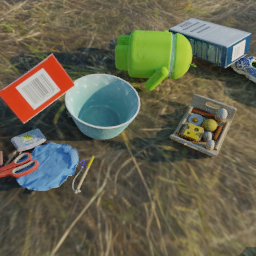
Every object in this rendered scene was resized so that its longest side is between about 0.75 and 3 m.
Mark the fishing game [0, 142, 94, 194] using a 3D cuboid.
[{"bbox_3d":[-2.120,1.013,7.415,2.356,0.366,1.687,4,42,11],"label":"fishing game"}]

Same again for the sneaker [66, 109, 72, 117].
[{"bbox_3d":[-1.491,-0.601,8.731,0.970,0.379,0.413,-31,57,-24],"label":"sneaker"}]

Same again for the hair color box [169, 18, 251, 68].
[{"bbox_3d":[2.910,-3.197,10.303,1.341,0.812,2.682,-31,45,-24],"label":"hair color box"}]

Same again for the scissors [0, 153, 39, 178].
[{"bbox_3d":[-3.300,1.188,7.044,2.048,0.143,0.749,-23,46,-21],"label":"scissors"}]

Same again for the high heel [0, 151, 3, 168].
[{"bbox_3d":[-4.076,0.237,7.654,1.028,0.721,2.139,-2,48,-31],"label":"high heel"}]

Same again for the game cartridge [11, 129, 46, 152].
[{"bbox_3d":[-2.815,0.344,7.989,0.848,0.172,0.566,-26,53,-31],"label":"game cartridge"}]

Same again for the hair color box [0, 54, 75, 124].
[{"bbox_3d":[-1.983,-0.816,5.821,1.175,0.709,2.315,-40,20,-14],"label":"hair color box"}]

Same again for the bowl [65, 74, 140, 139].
[{"bbox_3d":[-0.756,-0.487,8.081,2.058,1.076,2.058,5,52,-7],"label":"bowl"}]

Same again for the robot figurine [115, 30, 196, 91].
[{"bbox_3d":[0.930,-2.477,9.548,2.683,1.552,2.354,4,50,4],"label":"robot figurine"}]

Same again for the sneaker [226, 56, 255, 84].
[{"bbox_3d":[4.176,-2.282,9.926,0.693,0.705,1.831,-37,57,-25],"label":"sneaker"}]

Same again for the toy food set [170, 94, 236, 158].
[{"bbox_3d":[2.225,-0.133,8.200,1.382,0.582,1.926,24,54,19],"label":"toy food set"}]
